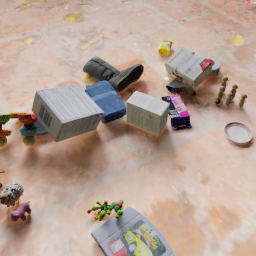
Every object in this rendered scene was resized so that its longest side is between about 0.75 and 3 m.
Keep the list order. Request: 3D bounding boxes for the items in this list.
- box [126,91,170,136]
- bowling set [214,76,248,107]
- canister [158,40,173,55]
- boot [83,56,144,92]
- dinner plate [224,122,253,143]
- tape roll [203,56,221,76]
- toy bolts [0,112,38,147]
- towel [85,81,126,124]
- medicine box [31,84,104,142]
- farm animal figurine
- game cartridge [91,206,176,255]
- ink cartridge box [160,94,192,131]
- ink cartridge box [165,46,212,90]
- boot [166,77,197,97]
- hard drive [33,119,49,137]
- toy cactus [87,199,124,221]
[{"bbox_3d":[0.772,-0.588,11.130,1.518,1.156,0.807,24,52,19],"label":"box"},{"bbox_3d":[4.292,-1.446,12.119,1.065,0.821,1.530,-27,54,-22],"label":"bowling set"},{"bbox_3d":[1.985,-4.297,14.941,0.651,0.380,0.877,12,51,11],"label":"canister"},{"bbox_3d":[-0.702,-2.811,13.424,2.105,0.840,2.315,-37,52,-27],"label":"boot"},{"bbox_3d":[4.367,0.187,11.140,1.100,0.133,1.100,1,48,-1],"label":"dinner plate"},{"bbox_3d":[3.952,-3.077,13.848,1.194,0.394,1.194,0,49,1],"label":"tape roll"},{"bbox_3d":[-4.223,0.056,10.895,1.799,1.248,1.719,1,7,16],"label":"toy bolts"},{"bbox_3d":[-0.958,-1.172,12.076,1.232,0.536,2.207,-20,51,-17],"label":"towel"},{"bbox_3d":[-2.284,-0.634,10.688,1.984,1.021,1.807,-19,57,-45],"label":"medicine box"},{"bbox_3d":[-4.402,2.217,8.423,2.481,1.247,2.003,-24,49,-30],"label":"farm animal figurine"},{"bbox_3d":[0.265,3.486,8.028,1.641,0.504,2.465,-28,54,-28],"label":"game cartridge"},{"bbox_3d":[2.023,-0.692,11.815,0.851,0.333,1.798,-10,52,-9],"label":"ink cartridge box"},{"bbox_3d":[2.829,-2.856,13.170,1.305,0.758,1.809,-45,61,-9],"label":"ink cartridge box"},{"bbox_3d":[2.373,-1.695,12.598,0.742,0.572,1.530,-30,45,-11],"label":"boot"},{"bbox_3d":[-3.490,-0.071,11.268,1.302,0.276,0.878,-13,50,-12],"label":"hard drive"},{"bbox_3d":[-0.570,2.460,8.749,1.064,1.289,0.659,-19,90,-51],"label":"toy cactus"}]
